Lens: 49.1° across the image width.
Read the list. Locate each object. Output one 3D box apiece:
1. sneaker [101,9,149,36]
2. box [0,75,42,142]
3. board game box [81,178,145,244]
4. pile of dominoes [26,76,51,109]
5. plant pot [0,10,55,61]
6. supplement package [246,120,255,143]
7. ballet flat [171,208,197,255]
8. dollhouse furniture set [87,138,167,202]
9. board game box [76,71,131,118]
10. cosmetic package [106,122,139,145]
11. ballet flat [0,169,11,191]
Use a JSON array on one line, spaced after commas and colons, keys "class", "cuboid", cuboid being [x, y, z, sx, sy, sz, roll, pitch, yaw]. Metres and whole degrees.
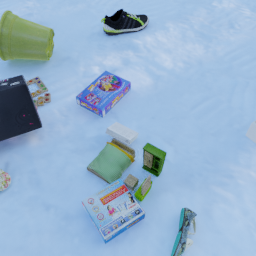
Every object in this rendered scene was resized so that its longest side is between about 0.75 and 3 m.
[{"class": "sneaker", "cuboid": [-0.079, -5.733, 14.845, 2.762, 1.144, 0.990, -22, 54, -17]}, {"class": "box", "cuboid": [-4.798, -0.539, 9.931, 2.906, 1.776, 1.541, -21, 29, -17]}, {"class": "board game box", "cuboid": [-0.456, 2.500, 8.599, 1.444, 0.403, 1.414, -27, 55, -20]}, {"class": "pile of dominoes", "cuboid": [-4.484, -1.326, 11.749, 2.350, 0.374, 1.832, -31, 57, -22]}, {"class": "plant pot", "cuboid": [-4.604, -4.069, 13.049, 2.089, 2.272, 2.272, 10, 50, -7]}, {"class": "supplement package", "cuboid": [5.087, 0.044, 10.361, 1.021, 0.775, 0.769, -30, 57, -22]}, {"class": "ballet flat", "cuboid": [1.673, 3.063, 8.071, 0.589, 0.589, 1.588, 15, 54, 12]}, {"class": "dollhouse furniture set", "cuboid": [-0.129, 1.106, 9.249, 2.299, 1.154, 1.506, 28, 56, 21]}, {"class": "board game box", "cuboid": [-1.003, -1.479, 11.815, 1.364, 0.454, 2.029, 28, 56, 21]}, {"class": "cosmetic package", "cuboid": [-0.208, 0.192, 10.355, 1.010, 0.261, 0.762, 27, 31, 16]}, {"class": "ballet flat", "cuboid": [-5.243, 1.479, 9.128, 2.757, 0.881, 1.043, 9, 56, 7]}]
